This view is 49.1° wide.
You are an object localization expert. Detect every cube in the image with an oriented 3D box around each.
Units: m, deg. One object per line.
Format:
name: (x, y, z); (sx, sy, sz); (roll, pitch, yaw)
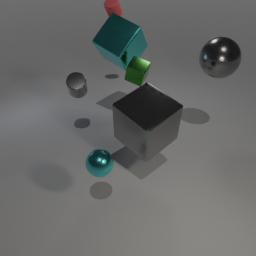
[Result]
cube: (-0.279, -3.304, 10.959); (1.400, 1.400, 1.400); (34, -2, 19)
cube: (0.354, -2.126, 10.504); (0.700, 0.700, 0.700); (25, 56, 7)
cube: (0.533, -0.173, 8.036); (1.400, 1.400, 1.400); (-35, 57, -27)

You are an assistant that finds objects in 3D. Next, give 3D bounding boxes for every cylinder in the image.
cylinder: (-1.820, -1.524, 10.013); (0.700, 0.700, 0.700); (1, 70, -3)
cylinder: (-0.690, -5.600, 13.093); (0.700, 0.700, 0.700); (-9, 60, 15)

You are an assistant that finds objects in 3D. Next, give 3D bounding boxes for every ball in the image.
ball: (3.186, -2.428, 9.710); (1.400, 1.400, 1.400); (0, 31, 0)
ball: (-0.701, 0.863, 6.913); (0.700, 0.700, 0.700); (0, 31, 0)
